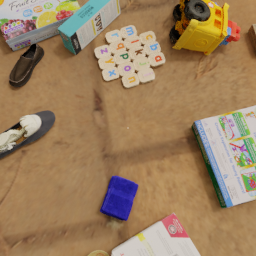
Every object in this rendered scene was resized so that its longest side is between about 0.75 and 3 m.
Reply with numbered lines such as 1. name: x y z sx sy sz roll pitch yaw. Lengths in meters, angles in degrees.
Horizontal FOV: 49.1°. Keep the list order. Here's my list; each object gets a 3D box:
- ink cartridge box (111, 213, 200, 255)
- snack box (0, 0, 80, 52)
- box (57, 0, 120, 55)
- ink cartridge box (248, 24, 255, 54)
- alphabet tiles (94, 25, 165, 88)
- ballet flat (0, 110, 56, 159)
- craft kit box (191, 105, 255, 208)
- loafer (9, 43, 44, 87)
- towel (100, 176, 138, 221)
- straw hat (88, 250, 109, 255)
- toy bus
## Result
1. ink cartridge box: 0.719 3.335 7.297 1.937 0.808 1.406 -28 73 -9
2. snack box: -3.194 -4.126 9.898 2.752 0.729 1.957 -24 73 -8
3. box: -1.266 -3.694 9.619 0.584 0.978 2.376 38 75 16
4. ink cartridge box: 4.805 -3.083 9.708 0.913 0.416 1.109 -6 71 -3
5. alphabet tiles: 0.052 -2.460 9.597 2.182 0.163 2.231 -19 74 -3
6. ballet flat: -3.223 0.144 8.415 2.272 0.830 0.830 -34 74 -11
7. craft kit box: 3.579 0.724 8.329 2.621 0.644 2.654 -15 72 -2
8. loafer: -3.445 -2.156 9.287 0.625 0.611 1.713 22 73 7
9. towel: -0.239 1.963 7.948 0.841 0.282 1.138 16 61 7
10. straw hat: -0.801 3.681 7.429 0.825 0.349 0.825 1 69 -3
11. toy bus: 2.703 -3.676 9.443 2.197 1.553 2.288 13 68 -9
